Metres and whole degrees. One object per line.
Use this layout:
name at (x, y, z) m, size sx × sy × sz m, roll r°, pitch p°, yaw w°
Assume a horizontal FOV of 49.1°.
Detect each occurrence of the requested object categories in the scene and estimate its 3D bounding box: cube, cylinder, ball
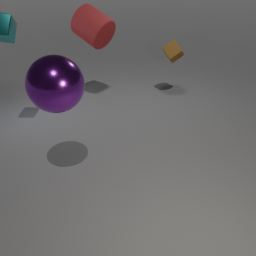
cube at (2.140, -3.614, 13.241) m, size 0.700 × 0.700 × 0.700 m, roll -33°, pitch -12°, yaw 13°
cylinder at (-1.484, -4.341, 12.030) m, size 1.400 × 1.400 × 1.400 m, roll 39°, pitch 41°, yaw 13°
ball at (-1.756, -1.058, 6.786) m, size 1.400 × 1.400 × 1.400 m, roll 0°, pitch 29°, yaw 0°
cube at (-3.969, -3.146, 8.789) m, size 0.700 × 0.700 × 0.700 m, roll 6°, pitch -3°, yaw -7°
